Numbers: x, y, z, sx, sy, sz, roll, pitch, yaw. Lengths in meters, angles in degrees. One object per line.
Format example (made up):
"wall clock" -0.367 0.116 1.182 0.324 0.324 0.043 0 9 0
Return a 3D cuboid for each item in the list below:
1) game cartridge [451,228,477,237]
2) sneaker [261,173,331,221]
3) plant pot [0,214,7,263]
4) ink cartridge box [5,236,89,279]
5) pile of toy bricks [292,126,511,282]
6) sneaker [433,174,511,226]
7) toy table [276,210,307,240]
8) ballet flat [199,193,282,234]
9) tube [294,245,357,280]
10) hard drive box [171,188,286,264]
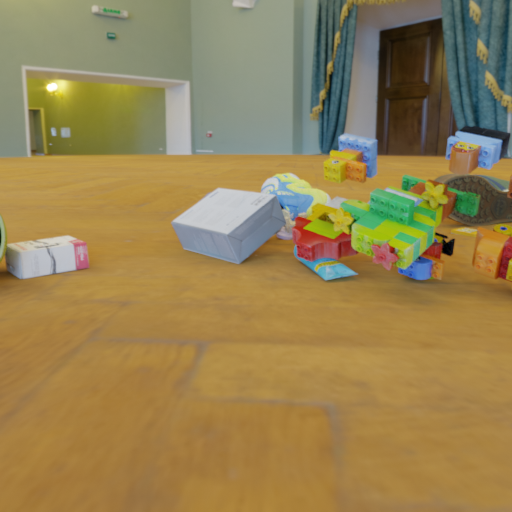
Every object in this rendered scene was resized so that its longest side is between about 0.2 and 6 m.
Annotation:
"game cartridge" 4.576 -0.505 11.997 0.518 0.095 0.588 -10 15 -38
"sneaker" 0.508 -1.366 13.509 1.528 1.102 2.909 -7 16 -27
"plant pot" -4.321 -0.239 8.174 1.583 1.583 1.692 -3 0 -12
"ink cartridge box" -3.347 0.008 8.947 1.077 0.457 0.785 -13 18 -38
"pile of toy bricks" 2.080 -0.450 7.696 4.071 2.259 2.010 22 43 37
"sneaker" 5.222 -1.410 13.641 3.442 1.154 1.545 1 13 -26
"toy table" 0.752 -0.636 11.542 0.682 0.434 0.742 28 34 32
"ballet flat" -0.498 -0.721 11.645 0.954 0.954 2.652 -9 16 -35
"tube" 1.030 0.112 8.903 0.543 0.354 1.403 -14 22 -16
"hard drive box" -0.506 -0.592 10.066 1.281 0.631 1.643 -40 34 -28
